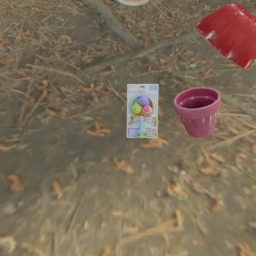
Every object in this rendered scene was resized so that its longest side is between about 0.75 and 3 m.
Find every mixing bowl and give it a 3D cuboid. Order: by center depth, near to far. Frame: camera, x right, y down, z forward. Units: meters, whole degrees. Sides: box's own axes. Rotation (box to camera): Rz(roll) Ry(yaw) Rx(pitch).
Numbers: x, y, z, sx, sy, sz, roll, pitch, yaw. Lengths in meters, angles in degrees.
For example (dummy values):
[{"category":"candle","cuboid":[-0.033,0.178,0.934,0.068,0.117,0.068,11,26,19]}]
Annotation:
[{"category":"mixing bowl","cuboid":[2.731,-2.441,7.081,1.821,0.986,1.821,27,35,-21]}]

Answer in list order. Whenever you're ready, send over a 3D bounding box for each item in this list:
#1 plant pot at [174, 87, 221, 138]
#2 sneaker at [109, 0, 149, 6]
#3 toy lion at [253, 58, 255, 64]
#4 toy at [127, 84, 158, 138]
[{"category":"plant pot","cuboid":[1.258,-0.246,5.006,0.782,0.700,0.782,-12,33,8]},{"category":"sneaker","cuboid":[-0.758,-4.018,7.511,2.909,1.038,1.162,1,24,-30]},{"category":"toy lion","cuboid":[3.788,-2.270,8.152,0.928,0.890,0.319,-12,26,-19]},{"category":"toy","cuboid":[0.246,-0.284,4.821,0.541,0.940,0.222,1,8,4]}]
